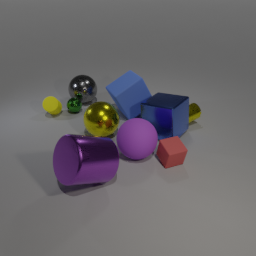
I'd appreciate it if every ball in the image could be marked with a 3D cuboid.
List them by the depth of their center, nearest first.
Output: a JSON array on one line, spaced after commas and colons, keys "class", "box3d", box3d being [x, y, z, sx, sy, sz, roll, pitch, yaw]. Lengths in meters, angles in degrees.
[{"class": "ball", "box3d": [0.306, 0.365, 9.523, 1.400, 1.400, 1.400, 0, 29, 0]}, {"class": "ball", "box3d": [-1.024, -0.335, 10.858, 1.400, 1.400, 1.400, 0, 29, 0]}, {"class": "ball", "box3d": [-2.465, -1.053, 12.873, 0.700, 0.700, 0.700, 0, 29, 0]}, {"class": "ball", "box3d": [-2.201, -1.892, 13.670, 1.400, 1.400, 1.400, 0, 29, 0]}]

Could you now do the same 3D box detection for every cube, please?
[{"class": "cube", "box3d": [1.446, 0.801, 9.307, 0.700, 0.700, 0.700, -12, 47, -20]}, {"class": "cube", "box3d": [1.453, -0.452, 10.918, 1.400, 1.400, 1.400, 13, 31, 33]}, {"class": "cube", "box3d": [0.093, -1.457, 12.340, 1.400, 1.400, 1.400, -35, 33, -3]}]

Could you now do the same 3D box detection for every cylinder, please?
[{"class": "cylinder", "box3d": [-1.212, 0.912, 8.095, 1.400, 1.400, 1.400, 6, 17, -45]}, {"class": "cylinder", "box3d": [2.592, -0.616, 11.777, 0.700, 0.700, 0.700, -25, 36, -20]}, {"class": "cylinder", "box3d": [-3.370, -0.994, 12.508, 0.700, 0.700, 0.700, 1, -8, 1]}]
